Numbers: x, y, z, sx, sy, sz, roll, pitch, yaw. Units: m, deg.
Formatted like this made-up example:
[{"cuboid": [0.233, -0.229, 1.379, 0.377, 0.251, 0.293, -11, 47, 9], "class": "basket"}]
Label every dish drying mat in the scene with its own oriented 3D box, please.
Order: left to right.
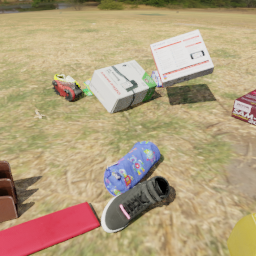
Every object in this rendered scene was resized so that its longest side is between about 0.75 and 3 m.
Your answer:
[{"cuboid": [-1.952, 2.485, 6.758, 2.379, 0.216, 0.914, -14, 33, -25], "class": "dish drying mat"}]

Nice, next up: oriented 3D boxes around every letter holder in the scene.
[{"cuboid": [-3.869, 1.694, 6.989, 1.899, 1.349, 0.955, -10, 31, -18], "class": "letter holder"}]

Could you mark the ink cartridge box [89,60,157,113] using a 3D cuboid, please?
[{"cuboid": [-0.226, -1.995, 13.173, 2.582, 1.072, 1.892, -25, 67, -37], "class": "ink cartridge box"}]

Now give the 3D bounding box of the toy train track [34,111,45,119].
[{"cuboid": [-3.971, -0.625, 12.395, 0.470, 0.133, 0.820, -15, 32, -25], "class": "toy train track"}]

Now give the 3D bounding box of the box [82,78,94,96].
[{"cuboid": [-1.538, -2.435, 14.802, 1.890, 0.457, 1.109, -35, 38, -9], "class": "box"}]

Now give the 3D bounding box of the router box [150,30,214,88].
[{"cuboid": [2.267, -2.962, 11.966, 2.200, 0.537, 1.975, -16, 69, 5], "class": "router box"}]

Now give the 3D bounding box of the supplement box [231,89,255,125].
[{"cuboid": [5.996, -1.028, 12.368, 2.780, 0.847, 1.513, -23, 37, -36], "class": "supplement box"}]

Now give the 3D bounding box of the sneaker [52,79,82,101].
[{"cuboid": [-3.080, -1.999, 14.242, 1.010, 0.731, 2.068, -24, 39, -35], "class": "sneaker"}]

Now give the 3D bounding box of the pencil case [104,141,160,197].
[{"cuboid": [0.124, 1.140, 8.429, 0.847, 0.943, 2.171, -32, 3, 42], "class": "pencil case"}]

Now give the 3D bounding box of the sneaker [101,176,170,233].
[{"cuboid": [0.256, 1.795, 6.995, 2.081, 1.032, 0.736, -27, 82, -43], "class": "sneaker"}]

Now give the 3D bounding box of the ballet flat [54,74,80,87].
[{"cuboid": [-3.416, -2.622, 15.479, 1.786, 0.599, 0.597, 18, 31, 29], "class": "ballet flat"}]

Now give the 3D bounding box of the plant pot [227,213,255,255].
[{"cuboid": [2.873, 2.443, 5.769, 1.210, 1.238, 1.203, 1, 29, 2], "class": "plant pot"}]

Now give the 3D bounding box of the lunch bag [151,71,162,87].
[{"cuboid": [1.910, -2.723, 15.623, 0.924, 0.673, 1.087, -8, 50, -16], "class": "lunch bag"}]
